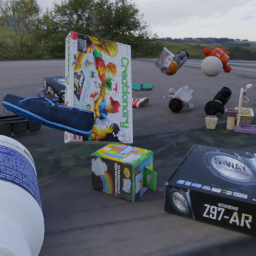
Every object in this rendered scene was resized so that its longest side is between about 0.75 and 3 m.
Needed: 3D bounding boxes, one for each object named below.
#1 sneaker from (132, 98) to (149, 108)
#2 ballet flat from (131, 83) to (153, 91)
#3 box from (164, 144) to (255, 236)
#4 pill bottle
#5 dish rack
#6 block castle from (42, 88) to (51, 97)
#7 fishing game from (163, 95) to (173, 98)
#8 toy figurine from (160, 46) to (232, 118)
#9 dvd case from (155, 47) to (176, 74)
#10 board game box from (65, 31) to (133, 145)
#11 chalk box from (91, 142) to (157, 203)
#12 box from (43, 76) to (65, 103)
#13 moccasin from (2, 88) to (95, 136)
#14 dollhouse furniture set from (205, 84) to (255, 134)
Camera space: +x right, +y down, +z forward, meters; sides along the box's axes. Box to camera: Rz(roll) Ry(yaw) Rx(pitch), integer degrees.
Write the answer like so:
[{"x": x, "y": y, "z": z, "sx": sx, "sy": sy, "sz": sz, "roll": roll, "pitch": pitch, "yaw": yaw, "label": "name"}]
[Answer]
[{"x": 0.524, "y": -1.263, "z": 13.491, "sx": 0.630, "sy": 0.399, "sz": 1.120, "roll": 14, "pitch": 24, "yaw": 29, "label": "sneaker"}, {"x": 0.856, "y": -2.562, "z": 17.718, "sx": 1.480, "sy": 0.499, "sz": 0.471, "roll": 0, "pitch": -10, "yaw": -2, "label": "ballet flat"}, {"x": 2.384, "y": 1.157, "z": 5.430, "sx": 2.804, "sy": 0.610, "sz": 2.247, "roll": 9, "pitch": 20, "yaw": 26, "label": "box"}, {"x": -1.984, "y": 1.179, "z": 3.837, "sx": 1.525, "sy": 1.525, "sz": 2.748, "roll": -7, "pitch": 19, "yaw": -20, "label": "pill bottle"}, {"x": -4.295, "y": -0.333, "z": 10.028, "sx": 2.033, "sy": 0.723, "sz": 2.650, "roll": -8, "pitch": 19, "yaw": -26, "label": "dish rack"}, {"x": -4.508, "y": -2.035, "z": 15.842, "sx": 0.651, "sy": 0.457, "sz": 0.974, "roll": -3, "pitch": 18, "yaw": -11, "label": "block castle"}, {"x": 2.240, "y": -1.776, "z": 15.599, "sx": 0.791, "sy": 0.123, "sz": 0.567, "roll": -12, "pitch": 18, "yaw": -32, "label": "fishing game"}, {"x": 2.864, "y": -1.883, "z": 11.709, "sx": 2.750, "sy": 2.793, "sz": 1.943, "roll": 7, "pitch": 34, "yaw": 31, "label": "toy figurine"}, {"x": 1.373, "y": -2.512, "z": 10.402, "sx": 0.065, "sy": 0.810, "sz": 0.602, "roll": -11, "pitch": 50, "yaw": -45, "label": "dvd case"}, {"x": -0.797, "y": -1.027, "z": 7.822, "sx": 1.863, "sy": 2.951, "sz": 0.511, "roll": 3, "pitch": -9, "yaw": -31, "label": "board game box"}, {"x": 0.017, "y": 0.914, "z": 5.839, "sx": 1.357, "sy": 0.847, "sz": 0.841, "roll": 11, "pitch": 21, "yaw": 28, "label": "chalk box"}, {"x": -2.950, "y": -2.213, "z": 15.360, "sx": 2.720, "sy": 0.592, "sz": 2.179, "roll": -11, "pitch": 35, "yaw": -33, "label": "box"}, {"x": -1.680, "y": -0.380, "z": 6.133, "sx": 1.941, "sy": 0.662, "sz": 0.781, "roll": 21, "pitch": -15, "yaw": -20, "label": "moccasin"}, {"x": 3.955, "y": -0.960, "z": 10.467, "sx": 1.812, "sy": 1.623, "sz": 2.287, "roll": 6, "pitch": 18, "yaw": 19, "label": "dollhouse furniture set"}]
